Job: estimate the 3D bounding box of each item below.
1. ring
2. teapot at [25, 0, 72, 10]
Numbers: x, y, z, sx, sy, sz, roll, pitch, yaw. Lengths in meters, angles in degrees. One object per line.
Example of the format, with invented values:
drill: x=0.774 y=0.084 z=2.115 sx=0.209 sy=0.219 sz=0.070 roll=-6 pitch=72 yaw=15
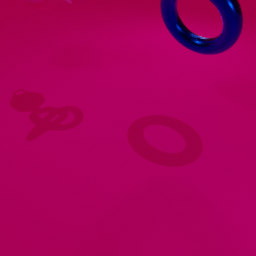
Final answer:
ring: x=1.564 y=-2.452 z=6.190 sx=1.987 sy=1.987 sz=0.397 roll=29 pitch=69 yaw=30
teapot: x=-2.170 y=-3.606 z=7.447 sx=1.692 sy=0.829 sz=1.052 roll=29 pitch=91 yaw=33
